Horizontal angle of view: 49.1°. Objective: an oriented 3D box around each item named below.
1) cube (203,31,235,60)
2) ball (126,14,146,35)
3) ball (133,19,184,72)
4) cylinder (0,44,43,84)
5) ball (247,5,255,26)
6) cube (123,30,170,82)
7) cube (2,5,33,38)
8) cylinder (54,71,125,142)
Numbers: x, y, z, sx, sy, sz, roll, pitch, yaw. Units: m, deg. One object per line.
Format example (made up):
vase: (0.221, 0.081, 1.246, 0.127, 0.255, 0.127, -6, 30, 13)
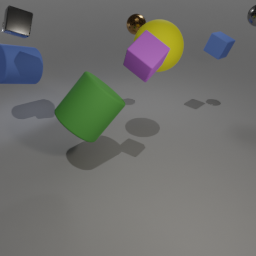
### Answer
cube: (3.340, -3.025, 10.251, 0.700, 0.700, 0.700, 41, 42, 22)
ball: (0.293, -3.604, 9.756, 0.700, 0.700, 0.700, 0, 30, 0)
ball: (0.841, -2.277, 7.805, 1.400, 1.400, 1.400, 0, 30, 0)
cylinder: (-4.139, -2.352, 10.461, 1.400, 1.400, 1.400, 27, 24, 39)
ball: (4.371, -3.771, 9.382, 0.700, 0.700, 0.700, 0, 30, 0)
cube: (0.408, -1.622, 6.396, 0.700, 0.700, 0.700, 39, 71, 4)
cube: (-3.346, -3.185, 8.477, 0.700, 0.700, 0.700, 7, 6, -32)
cylinder: (-1.027, -0.568, 7.638, 1.400, 1.400, 1.400, 39, 10, -8)
